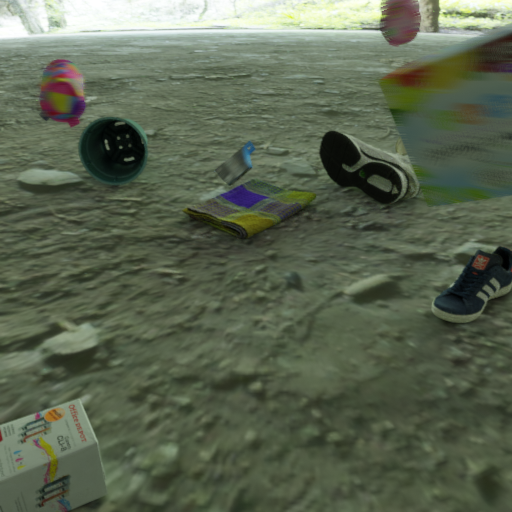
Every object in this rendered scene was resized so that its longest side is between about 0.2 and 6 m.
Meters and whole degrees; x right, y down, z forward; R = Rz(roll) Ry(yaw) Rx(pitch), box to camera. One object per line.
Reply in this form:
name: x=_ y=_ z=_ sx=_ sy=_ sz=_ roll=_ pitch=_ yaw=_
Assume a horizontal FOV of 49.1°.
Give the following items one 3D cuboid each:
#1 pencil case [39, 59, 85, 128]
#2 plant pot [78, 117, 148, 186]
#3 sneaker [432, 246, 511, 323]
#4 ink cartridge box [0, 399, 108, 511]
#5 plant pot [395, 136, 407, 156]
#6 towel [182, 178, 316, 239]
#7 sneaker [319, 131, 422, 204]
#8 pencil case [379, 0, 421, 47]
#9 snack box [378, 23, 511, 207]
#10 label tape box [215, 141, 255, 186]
pencil case: x=-2.494 y=-2.124 z=7.223 sx=0.577 sy=0.577 sz=1.305 roll=-7 pitch=35 yaw=-13
plant pot: x=-3.709 y=-2.960 z=15.129 sx=1.766 sy=1.766 sz=1.730 roll=-2 pitch=20 yaw=-3
sneaker: x=3.710 y=0.403 z=9.518 sx=2.077 sy=0.878 sz=0.779 roll=-25 pitch=37 yaw=-38
ink cartridge box: x=-2.307 y=2.264 z=6.087 sx=1.139 sy=0.824 sz=0.827 roll=-15 pitch=32 yaw=-26
plant pot: x=4.312 y=-2.739 z=15.348 sx=1.133 sy=1.133 sz=1.037 roll=10 pitch=40 yaw=18
towel: x=-0.117 y=-1.188 z=13.098 sx=1.992 sy=0.316 sz=2.773 roll=22 pitch=35 yaw=36
sneaker: x=3.179 y=-2.317 z=14.615 sx=1.876 sy=1.230 sz=3.261 roll=-8 pitch=36 yaw=-33
pencil case: x=2.822 y=-4.775 z=11.053 sx=0.823 sy=0.823 sz=1.883 roll=5 pitch=39 yaw=9
snack box: x=3.269 y=-1.921 z=7.726 sx=0.867 sy=2.161 sz=2.562 roll=-37 pitch=20 yaw=-32
label tape box: x=-0.334 y=-1.842 z=11.264 sx=0.286 sy=0.904 sz=0.652 roll=52 pitch=5 yaw=10
